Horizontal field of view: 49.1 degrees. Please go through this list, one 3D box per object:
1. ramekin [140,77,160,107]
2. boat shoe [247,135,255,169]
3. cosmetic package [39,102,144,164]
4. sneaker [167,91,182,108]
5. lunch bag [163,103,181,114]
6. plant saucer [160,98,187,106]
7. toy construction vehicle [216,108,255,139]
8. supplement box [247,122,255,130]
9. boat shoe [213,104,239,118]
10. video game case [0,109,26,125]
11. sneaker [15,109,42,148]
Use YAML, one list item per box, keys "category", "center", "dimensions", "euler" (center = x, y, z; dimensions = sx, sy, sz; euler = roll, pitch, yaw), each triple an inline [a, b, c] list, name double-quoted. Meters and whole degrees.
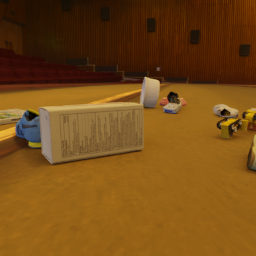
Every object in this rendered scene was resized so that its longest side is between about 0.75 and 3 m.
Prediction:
- category: "ramekin"
  center: [1.331, -2.115, 17.006]
  dimensions: [0.895, 1.835, 1.835]
  euler: [7, 11, -5]
- category: "boat shoe"
  center: [3.219, 0.593, 6.765]
  dimensions: [0.513, 0.595, 1.631]
  euler: [15, 18, 22]
- category: "cosmetic package"
  center: [-0.943, 0.028, 7.567]
  dimensions: [2.611, 1.349, 1.139]
  euler: [-5, 11, -29]
- category: "sneaker"
  center: [2.715, -1.695, 16.455]
  dimensions: [0.738, 1.005, 2.222]
  euler: [-17, 9, 12]
- category: "lunch bag"
  center: [2.308, -1.034, 14.881]
  dimensions: [0.860, 0.325, 0.689]
  euler: [11, 39, 40]
- category: "plant saucer"
  center: [2.960, -1.739, 18.421]
  dimensions: [1.761, 0.446, 1.761]
  euler: [0, 12, 0]
- category: "toy construction vehicle"
  center: [4.374, -0.004, 9.413]
  dimensions: [2.231, 0.786, 1.943]
  euler: [-22, 23, -40]
- category: "supplement box"
  center: [5.384, -0.338, 11.133]
  dimensions: [1.881, 0.647, 0.626]
  euler: [-11, 17, -38]
- category: "boat shoe"
  center: [4.637, -0.805, 13.693]
  dimensions: [0.552, 0.561, 1.581]
  euler: [-2, 18, -24]
- category: "video game case"
  center: [-5.580, -0.544, 13.004]
  dimensions: [2.479, 0.273, 2.260]
  euler: [10, 15, 37]
- category: "sneaker"
  center: [-3.081, -0.143, 9.105]
  dimensions: [0.908, 1.080, 2.755]
  euler: [-9, 13, -30]
